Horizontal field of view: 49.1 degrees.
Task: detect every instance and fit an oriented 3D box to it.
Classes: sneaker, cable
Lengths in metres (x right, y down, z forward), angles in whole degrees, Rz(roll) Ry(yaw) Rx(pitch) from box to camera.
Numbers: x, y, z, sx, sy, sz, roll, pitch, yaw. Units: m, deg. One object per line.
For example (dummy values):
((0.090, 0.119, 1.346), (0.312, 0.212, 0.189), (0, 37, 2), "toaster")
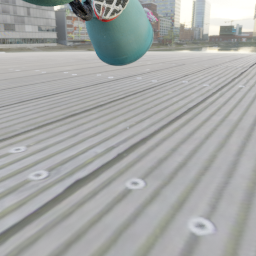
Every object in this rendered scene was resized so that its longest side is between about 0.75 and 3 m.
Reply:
((0.825, -4.444, 11.135), (0.335, 0.759, 0.309), (-40, -14, 21), "sneaker")
((-0.467, -3.423, 7.047), (0.879, 2.282, 0.969), (11, -28, -15), "sneaker")
((-1.400, -3.761, 7.919), (0.458, 1.802, 1.470), (-13, -20, 12), "cable")

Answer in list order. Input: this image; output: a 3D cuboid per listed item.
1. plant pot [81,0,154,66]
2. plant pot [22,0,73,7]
((-0.477, -3.790, 9.787), (2.371, 2.371, 2.228), (6, -19, 19), "plant pot")
((-0.864, -1.773, 2.687), (1.214, 1.214, 0.974), (6, -3, 17), "plant pot")
